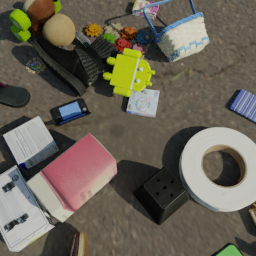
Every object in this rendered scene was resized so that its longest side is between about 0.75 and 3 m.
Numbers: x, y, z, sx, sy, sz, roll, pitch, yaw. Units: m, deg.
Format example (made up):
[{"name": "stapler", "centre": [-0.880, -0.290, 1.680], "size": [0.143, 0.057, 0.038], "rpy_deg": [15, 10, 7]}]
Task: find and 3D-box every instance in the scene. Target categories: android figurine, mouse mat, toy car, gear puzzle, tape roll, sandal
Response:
[{"name": "android figurine", "centre": [0.038, -1.970, 10.080], "size": [1.847, 0.379, 1.681], "rpy_deg": [18, 95, 14]}, {"name": "mouse mat", "centre": [2.717, 4.678, 7.910], "size": [2.297, 0.086, 1.849], "rpy_deg": [-29, 68, -15]}, {"name": "toy car", "centre": [-2.931, -3.973, 11.418], "size": [2.765, 2.181, 2.271], "rpy_deg": [44, 74, -12]}, {"name": "gear puzzle", "centre": [-0.454, -3.958, 11.884], "size": [2.919, 0.382, 1.512], "rpy_deg": [21, 66, 10]}, {"name": "tape roll", "centre": [3.107, 1.326, 9.268], "size": [2.824, 0.516, 2.824], "rpy_deg": [0, 65, 0]}, {"name": "sandal", "centre": [-5.075, -1.447, 10.489], "size": [2.831, 0.678, 1.064], "rpy_deg": [8, 64, 6]}]

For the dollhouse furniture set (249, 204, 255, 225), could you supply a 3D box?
[{"name": "dollhouse furniture set", "centre": [4.695, 3.269, 8.076], "size": [1.274, 0.985, 2.550], "rpy_deg": [-14, 65, -7]}]

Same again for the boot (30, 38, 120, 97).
[{"name": "boot", "centre": [-1.995, -2.884, 10.892], "size": [3.093, 1.164, 2.312], "rpy_deg": [43, 78, 7]}]

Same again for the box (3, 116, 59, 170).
[{"name": "box", "centre": [-3.281, 0.518, 9.548], "size": [1.352, 0.709, 1.243], "rpy_deg": [-31, 69, -14]}]

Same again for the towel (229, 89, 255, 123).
[{"name": "towel", "centre": [4.676, -0.747, 10.493], "size": [1.506, 0.180, 1.090], "rpy_deg": [32, 66, 13]}]

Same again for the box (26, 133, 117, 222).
[{"name": "box", "centre": [-1.608, 1.535, 8.615], "size": [2.351, 1.503, 1.281], "rpy_deg": [-40, 71, -17]}]

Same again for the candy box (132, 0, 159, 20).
[{"name": "candy box", "centre": [0.787, -5.341, 12.584], "size": [1.065, 0.325, 0.726], "rpy_deg": [14, 66, 7]}]

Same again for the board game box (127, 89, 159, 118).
[{"name": "board game box", "centre": [0.575, -0.980, 10.528], "size": [1.071, 0.233, 1.076], "rpy_deg": [9, 65, 7]}]

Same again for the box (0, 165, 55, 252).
[{"name": "box", "centre": [-3.419, 2.454, 8.640], "size": [1.301, 0.671, 2.231], "rpy_deg": [-34, 68, -15]}]

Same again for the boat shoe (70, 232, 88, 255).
[{"name": "boat shoe", "centre": [-1.759, 4.278, 7.613], "size": [1.022, 1.024, 2.839], "rpy_deg": [8, 71, 2]}]

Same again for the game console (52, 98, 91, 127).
[{"name": "game console", "centre": [-2.056, -0.587, 10.068], "size": [1.277, 0.743, 1.123], "rpy_deg": [-22, 66, -10]}]

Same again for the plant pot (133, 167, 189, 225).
[{"name": "plant pot", "centre": [1.050, 1.973, 8.595], "size": [1.338, 1.187, 1.335], "rpy_deg": [-36, 69, -15]}]

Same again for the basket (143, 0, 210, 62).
[{"name": "basket", "centre": [1.909, -3.963, 11.054], "size": [2.102, 1.658, 2.384], "rpy_deg": [-23, 94, -11]}]

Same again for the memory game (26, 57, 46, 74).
[{"name": "memory game", "centre": [-3.737, -2.560, 11.398], "size": [0.858, 0.055, 0.858], "rpy_deg": [0, 64, 0]}]
